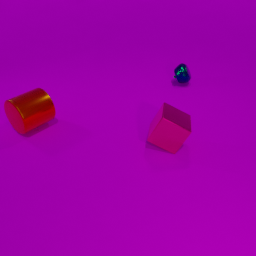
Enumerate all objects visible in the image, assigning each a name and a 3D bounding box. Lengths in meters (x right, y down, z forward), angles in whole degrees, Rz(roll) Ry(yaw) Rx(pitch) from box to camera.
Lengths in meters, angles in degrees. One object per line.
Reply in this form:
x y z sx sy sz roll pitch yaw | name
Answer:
2.202 -2.204 11.499 0.652 0.828 1.332 -19 0 26 | teapot
1.158 0.000 7.821 0.888 0.888 0.888 26 34 -6 | cube
-2.987 -0.536 8.561 1.105 1.105 1.105 25 42 33 | cylinder
